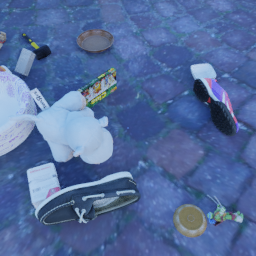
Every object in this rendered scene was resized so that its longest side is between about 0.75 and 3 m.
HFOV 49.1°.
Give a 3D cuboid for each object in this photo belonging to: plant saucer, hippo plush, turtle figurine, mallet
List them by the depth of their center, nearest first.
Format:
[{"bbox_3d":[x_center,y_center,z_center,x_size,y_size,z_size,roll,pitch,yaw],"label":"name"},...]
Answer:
[{"bbox_3d":[2.621,2.199,7.581,0.868,0.644,0.895,10,56,3],"label":"turtle figurine"},{"bbox_3d":[1.705,2.489,7.647,0.933,0.165,0.933,0,52,0],"label":"plant saucer"},{"bbox_3d":[-1.333,-0.088,7.901,2.078,2.584,2.059,12,59,35],"label":"hippo plush"},{"bbox_3d":[-4.277,-3.655,12.417,2.202,0.453,0.725,35,63,30],"label":"mallet"},{"bbox_3d":[-1.455,-3.867,12.594,1.658,0.303,1.658,0,51,1],"label":"plant saucer"}]

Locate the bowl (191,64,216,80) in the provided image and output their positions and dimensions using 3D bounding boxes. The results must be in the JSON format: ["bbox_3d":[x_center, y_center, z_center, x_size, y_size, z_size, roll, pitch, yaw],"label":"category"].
[{"bbox_3d":[2.995,-2.161,11.224,0.886,0.331,0.888,-8,51,-6],"label":"bowl"}]

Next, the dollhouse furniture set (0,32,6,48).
[{"bbox_3d":[-6.264,-3.733,12.344,1.330,0.866,1.222,20,54,-10],"label":"dollhouse furniture set"}]

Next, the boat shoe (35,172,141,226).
[{"bbox_3d":[-1.006,2.009,7.467,2.797,1.057,0.844,-21,48,-15],"label":"boat shoe"}]

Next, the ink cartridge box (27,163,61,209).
[{"bbox_3d":[-2.412,1.654,8.121,0.797,0.450,1.088,-16,53,-12],"label":"ink cartridge box"}]

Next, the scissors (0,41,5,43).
[{"bbox_3d":[-5.848,-3.805,12.698,0.279,0.053,0.764,13,51,7],"label":"scissors"}]

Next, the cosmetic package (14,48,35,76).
[{"bbox_3d":[-4.085,-2.601,11.133,0.437,0.517,0.968,23,88,-1],"label":"cosmetic package"}]

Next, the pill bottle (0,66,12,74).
[{"bbox_3d":[-5.082,-1.590,10.421,0.882,0.882,1.573,37,60,25],"label":"pill bottle"}]

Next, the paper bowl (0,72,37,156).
[{"bbox_3d":[-4.435,-0.300,8.963,2.957,1.538,2.957,0,52,0],"label":"paper bowl"}]

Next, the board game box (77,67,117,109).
[{"bbox_3d":[-1.164,-1.327,10.134,0.227,1.016,1.939,37,61,25],"label":"board game box"}]

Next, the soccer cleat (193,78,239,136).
[{"bbox_3d":[3.283,-0.848,9.890,0.958,0.892,2.617,-9,51,-18],"label":"soccer cleat"}]
